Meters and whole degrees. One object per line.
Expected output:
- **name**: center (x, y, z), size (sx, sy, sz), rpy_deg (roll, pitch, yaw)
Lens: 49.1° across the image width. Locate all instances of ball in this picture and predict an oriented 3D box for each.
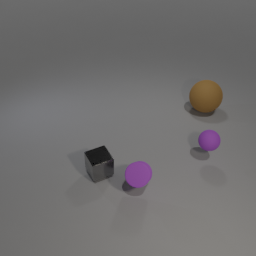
- **ball**: center (2.646, 0.403, 9.116), size (0.700, 0.700, 0.700), rpy_deg (0, 32, 0)
- **ball**: center (3.350, -1.365, 12.066), size (1.400, 1.400, 1.400), rpy_deg (0, 32, 0)

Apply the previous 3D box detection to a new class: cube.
- **cube**: center (-0.891, 1.091, 8.679), size (0.700, 0.700, 0.700), rpy_deg (-18, 44, -23)

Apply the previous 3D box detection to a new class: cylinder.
- **cylinder**: center (0.311, 1.299, 7.934), size (0.700, 0.700, 0.700), rpy_deg (7, -3, 10)
